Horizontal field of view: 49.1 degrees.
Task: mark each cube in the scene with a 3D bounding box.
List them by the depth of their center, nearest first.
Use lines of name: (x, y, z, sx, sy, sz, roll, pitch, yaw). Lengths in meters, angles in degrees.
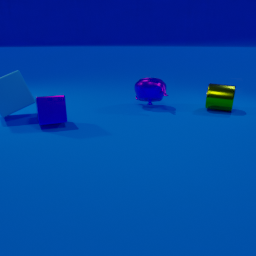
cube: (-2.175, -0.511, 7.927, 0.759, 0.759, 0.759, -6, 6, -19)
cube: (-3.620, -1.046, 8.615, 1.056, 1.056, 1.056, -30, 17, -18)

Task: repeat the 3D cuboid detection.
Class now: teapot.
teapot: (0.827, -1.269, 9.925, 1.147, 0.904, 1.845, 4, -5, -33)

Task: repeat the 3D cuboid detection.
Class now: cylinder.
cylinder: (3.153, -1.046, 9.563, 0.875, 0.875, 0.875, 9, 20, 19)
